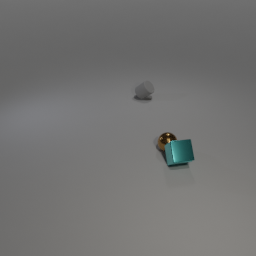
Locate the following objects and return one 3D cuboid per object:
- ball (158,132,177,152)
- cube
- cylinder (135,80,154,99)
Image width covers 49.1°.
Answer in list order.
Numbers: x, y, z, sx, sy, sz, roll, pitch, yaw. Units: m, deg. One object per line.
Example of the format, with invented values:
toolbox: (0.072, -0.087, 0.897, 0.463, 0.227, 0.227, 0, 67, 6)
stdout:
ball: (1.391, 0.498, 9.860, 0.700, 0.700, 0.700, 0, 29, 0)
cube: (1.648, 0.797, 9.037, 0.700, 0.700, 0.700, -5, -13, -10)
cylinder: (0.818, -1.878, 13.810, 0.700, 0.700, 0.700, -29, 7, 40)
